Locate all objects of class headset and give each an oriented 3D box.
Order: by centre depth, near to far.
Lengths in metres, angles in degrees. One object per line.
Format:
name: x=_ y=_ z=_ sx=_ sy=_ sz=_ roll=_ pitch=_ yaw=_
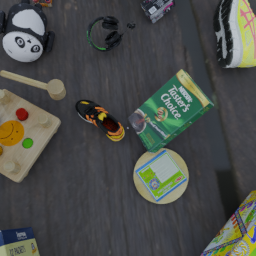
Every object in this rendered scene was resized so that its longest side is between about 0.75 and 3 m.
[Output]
headset: x=-0.503 y=-2.910 z=8.435 sx=1.566 sy=0.967 sz=0.736 roll=-20 pitch=31 yaw=-13

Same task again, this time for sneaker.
sneaker: x=-0.788 y=-0.335 z=7.795 sx=1.700 sy=0.765 sz=0.595 roll=38 pitch=76 yaw=11
sneaker: x=3.487 y=-3.112 z=8.619 sx=1.354 sy=1.172 sz=2.998 roll=7 pitch=75 yaw=-9

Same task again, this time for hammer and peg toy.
hammer and peg toy: x=-2.969 y=-0.210 z=7.653 sx=2.070 sy=0.992 sz=2.815 roll=27 pitch=74 yaw=10

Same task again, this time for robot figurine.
robot figurine: x=-3.059 y=-2.928 z=8.414 sx=1.411 sy=1.172 sz=1.878 roll=2 pitch=72 yaw=5

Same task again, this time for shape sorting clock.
shape sorting clock: x=0.884 y=1.277 z=7.514 sx=1.472 sy=0.289 sz=1.472 roll=0 pitch=77 yaw=1

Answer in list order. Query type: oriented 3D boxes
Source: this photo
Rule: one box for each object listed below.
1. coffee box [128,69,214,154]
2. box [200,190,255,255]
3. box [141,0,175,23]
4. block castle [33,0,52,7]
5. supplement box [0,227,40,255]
coffee box: x=1.038 y=-0.412 z=7.251 sx=1.995 sy=0.439 sz=1.227 roll=-40 pitch=63 yaw=20
box: x=3.410 y=3.321 z=6.089 sx=2.922 sy=1.782 sz=2.814 roll=41 pitch=78 yaw=12
box: x=0.971 y=-3.934 z=8.971 sx=0.910 sy=0.522 sz=0.601 roll=-37 pitch=76 yaw=9
block castle: x=-2.804 y=-4.520 z=9.329 sx=0.607 sy=0.426 sz=0.908 roll=5 pitch=72 yaw=2
supplement box: x=-3.238 y=3.998 z=5.784 sx=2.859 sy=1.920 sz=2.856 roll=-21 pitch=73 yaw=-7
